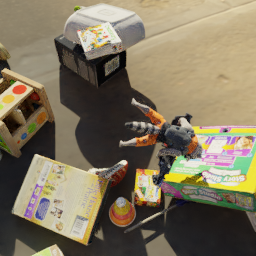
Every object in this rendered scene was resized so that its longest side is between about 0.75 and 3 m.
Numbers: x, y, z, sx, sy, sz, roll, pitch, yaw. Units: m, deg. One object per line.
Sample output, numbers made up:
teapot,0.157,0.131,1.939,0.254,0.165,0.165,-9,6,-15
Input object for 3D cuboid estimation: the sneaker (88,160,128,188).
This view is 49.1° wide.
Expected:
sneaker,-0.839,1.453,8.509,1.892,0.736,0.777,-27,57,-19

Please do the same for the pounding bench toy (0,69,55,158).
pounding bench toy,-4.288,-0.804,9.575,2.790,1.733,2.177,25,57,17

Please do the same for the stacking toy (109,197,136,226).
stacking toy,-0.154,2.198,7.746,0.771,1.055,0.771,0,53,-1

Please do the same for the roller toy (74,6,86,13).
roller toy,-2.171,-5.243,13.429,0.993,0.906,0.694,16,53,-9

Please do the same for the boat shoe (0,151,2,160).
boat shoe,-4.772,1.244,8.733,0.666,0.616,1.805,33,60,22

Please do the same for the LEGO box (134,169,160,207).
LEGO box,0.593,1.805,8.452,0.759,0.393,1.019,4,53,3

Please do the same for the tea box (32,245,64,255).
tea box,-2.050,3.870,6.497,1.517,1.031,1.542,-22,56,-17

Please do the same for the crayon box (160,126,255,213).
crayon box,2.550,0.977,7.885,2.784,0.811,2.402,-1,39,44

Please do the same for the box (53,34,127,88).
box,-1.533,-3.088,11.569,2.437,1.271,1.804,36,61,24

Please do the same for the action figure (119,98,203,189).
action figure,0.858,0.450,7.024,2.091,1.130,2.161,16,84,1

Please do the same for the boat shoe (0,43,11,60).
boat shoe,-6.136,-3.367,12.075,2.639,0.967,0.827,22,60,28

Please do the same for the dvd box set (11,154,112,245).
dvd box set,-1.862,1.930,7.858,2.459,0.361,1.799,15,78,17

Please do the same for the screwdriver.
screwdriver,1.185,2.292,8.108,2.952,0.412,0.430,-20,25,-13

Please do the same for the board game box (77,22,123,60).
board game box,-0.870,-2.627,8.348,1.059,0.290,1.678,-18,41,-6

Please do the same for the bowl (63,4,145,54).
bowl,-0.834,-3.874,10.502,2.583,0.964,2.579,25,42,23

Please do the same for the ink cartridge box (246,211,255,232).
ink cartridge box,3.894,2.448,7.321,0.730,1.424,1.926,-8,54,-6
